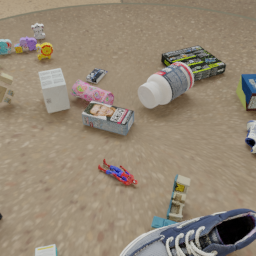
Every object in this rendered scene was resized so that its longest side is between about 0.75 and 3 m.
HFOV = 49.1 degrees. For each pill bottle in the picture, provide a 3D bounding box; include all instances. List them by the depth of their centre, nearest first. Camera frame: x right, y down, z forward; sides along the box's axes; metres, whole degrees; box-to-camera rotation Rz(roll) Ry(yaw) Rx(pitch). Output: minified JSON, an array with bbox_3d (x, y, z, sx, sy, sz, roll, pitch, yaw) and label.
[{"bbox_3d":[1.258,-1.418,9.457,1.814,1.085,1.085,-33,52,-29],"label":"pill bottle"}]

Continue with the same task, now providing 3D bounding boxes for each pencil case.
[{"bbox_3d":[-1.218,-1.132,9.503,1.501,0.656,0.656,23,48,23],"label":"pencil case"}]

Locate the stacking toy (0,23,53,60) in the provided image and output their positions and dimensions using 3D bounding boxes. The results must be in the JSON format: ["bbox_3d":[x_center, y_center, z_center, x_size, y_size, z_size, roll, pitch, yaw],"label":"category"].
[{"bbox_3d":[-4.862,-3.603,12.086,2.972,0.698,2.241,-14,45,-13],"label":"stacking toy"}]

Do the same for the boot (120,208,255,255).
[{"bbox_3d":[1.114,2.208,5.317,2.798,1.264,1.018,-18,67,-18],"label":"boot"}]

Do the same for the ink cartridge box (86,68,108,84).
[{"bbox_3d":[-1.189,-2.072,10.825,0.473,0.187,0.951,16,44,17],"label":"ink cartridge box"}]

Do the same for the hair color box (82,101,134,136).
[{"bbox_3d":[-0.614,-0.327,8.766,1.481,0.449,0.733,14,45,16],"label":"hair color box"}]

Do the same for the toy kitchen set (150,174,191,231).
[{"bbox_3d":[0.959,1.711,6.289,0.640,0.871,1.087,12,45,11],"label":"toy kitchen set"}]

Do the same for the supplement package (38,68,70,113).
[{"bbox_3d":[-2.455,-1.258,9.347,0.772,1.004,1.050,-13,45,-14],"label":"supplement package"}]

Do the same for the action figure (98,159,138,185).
[{"bbox_3d":[-0.240,1.180,7.311,1.149,0.297,0.376,25,46,21],"label":"action figure"}]

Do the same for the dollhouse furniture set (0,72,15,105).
[{"bbox_3d":[-4.117,-1.268,9.130,0.815,0.930,0.618,22,11,-26],"label":"dollhouse furniture set"}]

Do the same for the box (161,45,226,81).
[{"bbox_3d":[2.579,-2.594,11.196,1.899,0.451,1.834,-18,48,-19],"label":"box"}]

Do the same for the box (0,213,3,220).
[{"bbox_3d":[-3.464,2.051,6.116,0.702,0.610,1.063,22,47,22],"label":"box"}]

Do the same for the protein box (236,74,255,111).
[{"bbox_3d":[4.471,-1.225,9.487,1.132,0.764,1.124,-1,43,-1],"label":"protein box"}]

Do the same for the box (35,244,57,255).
[{"bbox_3d":[-1.604,2.866,5.514,0.420,0.251,1.021,-8,44,-8],"label":"box"}]

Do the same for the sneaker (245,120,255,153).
[{"bbox_3d":[3.659,0.223,8.176,0.542,0.463,1.229,-2,43,-2],"label":"sneaker"}]
